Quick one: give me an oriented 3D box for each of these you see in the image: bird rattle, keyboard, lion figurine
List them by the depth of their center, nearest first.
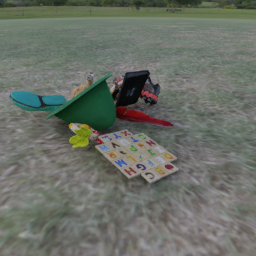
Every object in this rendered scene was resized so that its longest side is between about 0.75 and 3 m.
[{"bbox_3d":[-1.048,0.118,7.502,1.166,0.657,0.951,-2,30,-48],"label":"bird rattle"},{"bbox_3d":[-0.055,-1.260,9.435,1.195,1.990,0.255,-16,69,-19],"label":"keyboard"},{"bbox_3d":[-0.963,-1.275,10.122,2.119,1.298,0.768,8,36,-5],"label":"lion figurine"}]

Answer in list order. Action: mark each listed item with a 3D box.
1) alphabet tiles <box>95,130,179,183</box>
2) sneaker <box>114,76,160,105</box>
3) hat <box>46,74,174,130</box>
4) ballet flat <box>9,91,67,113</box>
[{"bbox_3d":[0.224,0.619,6.979,1.657,0.063,1.991,-13,38,-40],"label":"alphabet tiles"},{"bbox_3d":[0.379,-1.616,10.588,1.924,0.940,0.680,25,-10,16],"label":"sneaker"},{"bbox_3d":[-0.712,-0.077,8.575,2.790,2.456,2.311,-25,15,41],"label":"hat"},{"bbox_3d":[-3.019,-0.768,9.334,2.027,0.713,0.683,-2,55,-46],"label":"ballet flat"}]
